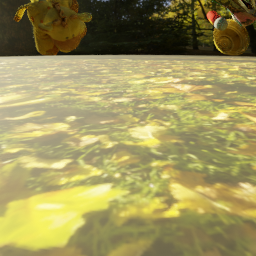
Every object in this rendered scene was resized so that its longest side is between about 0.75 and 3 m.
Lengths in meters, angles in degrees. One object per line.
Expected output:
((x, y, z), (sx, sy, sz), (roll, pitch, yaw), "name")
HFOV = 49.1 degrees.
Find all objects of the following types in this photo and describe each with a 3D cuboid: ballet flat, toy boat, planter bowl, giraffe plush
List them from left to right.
((-2.214, -3.409, 9.213), (2.090, 2.224, 2.577), (39, -5, 42), "giraffe plush")
((3.516, -3.073, 9.872), (1.331, 1.331, 0.554), (-3, -9, -10), "planter bowl")
((2.265, -2.849, 6.031), (1.746, 0.604, 0.621), (25, -28, -28), "ballet flat")
((3.584, -3.800, 9.011), (1.959, 1.647, 0.911), (-26, 50, 5), "toy boat")
